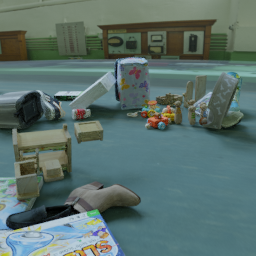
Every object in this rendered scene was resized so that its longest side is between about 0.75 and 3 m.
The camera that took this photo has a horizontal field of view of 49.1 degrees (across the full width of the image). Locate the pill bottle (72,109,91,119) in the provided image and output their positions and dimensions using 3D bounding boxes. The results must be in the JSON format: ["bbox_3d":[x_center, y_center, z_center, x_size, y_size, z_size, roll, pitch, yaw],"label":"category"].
[{"bbox_3d":[-2.070,-0.629,12.397,0.769,0.432,0.432,-8,19,-23],"label":"pill bottle"}]

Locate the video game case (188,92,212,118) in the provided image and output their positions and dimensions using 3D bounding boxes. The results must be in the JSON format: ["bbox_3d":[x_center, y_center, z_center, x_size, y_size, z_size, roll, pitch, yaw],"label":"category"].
[{"bbox_3d":[3.748,-1.097,13.085,1.413,0.181,1.554,-37,24,-3],"label":"video game case"}]

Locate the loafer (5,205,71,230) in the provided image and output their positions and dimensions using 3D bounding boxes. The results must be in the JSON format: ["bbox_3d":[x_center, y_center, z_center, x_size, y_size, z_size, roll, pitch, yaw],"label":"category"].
[{"bbox_3d":[-1.595,1.581,5.086,1.149,0.403,0.390,4,25,-32],"label":"loafer"}]

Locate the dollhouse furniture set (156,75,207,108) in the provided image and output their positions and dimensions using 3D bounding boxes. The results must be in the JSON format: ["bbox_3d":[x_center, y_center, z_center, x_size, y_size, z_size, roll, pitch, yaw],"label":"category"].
[{"bbox_3d":[2.810,-2.068,15.015,1.842,1.578,1.936,-11,21,-32],"label":"dollhouse furniture set"}]

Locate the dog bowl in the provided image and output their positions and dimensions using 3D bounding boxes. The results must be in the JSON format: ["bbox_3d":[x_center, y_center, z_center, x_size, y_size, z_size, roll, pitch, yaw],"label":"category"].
[{"bbox_3d":[3.595,-0.981,10.788,0.661,2.256,2.256,21,24,20],"label":"dog bowl"}]

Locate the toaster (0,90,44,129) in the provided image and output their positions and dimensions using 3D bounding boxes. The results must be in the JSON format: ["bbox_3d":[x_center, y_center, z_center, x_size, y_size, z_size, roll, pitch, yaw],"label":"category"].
[{"bbox_3d":[-4.542,-0.715,11.293,1.494,1.314,2.313,-1,22,9],"label":"toaster"}]

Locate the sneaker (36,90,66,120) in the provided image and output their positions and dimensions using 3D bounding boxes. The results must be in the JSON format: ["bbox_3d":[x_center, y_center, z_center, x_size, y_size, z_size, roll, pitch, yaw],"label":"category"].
[{"bbox_3d":[-3.565,-1.014,12.714,0.816,0.806,2.054,-4,39,-42],"label":"sneaker"}]

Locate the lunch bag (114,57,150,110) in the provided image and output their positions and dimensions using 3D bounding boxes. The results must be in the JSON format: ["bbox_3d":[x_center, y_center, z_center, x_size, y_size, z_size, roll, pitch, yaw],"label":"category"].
[{"bbox_3d":[0.178,-2.420,14.799,1.806,2.409,2.840,-3,20,-1],"label":"lunch bag"}]

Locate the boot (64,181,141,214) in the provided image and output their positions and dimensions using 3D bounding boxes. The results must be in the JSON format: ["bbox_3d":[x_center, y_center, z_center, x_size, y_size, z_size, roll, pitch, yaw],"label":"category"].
[{"bbox_3d":[-0.566,1.538,5.665,1.373,0.482,1.004,9,26,29],"label":"boot"}]

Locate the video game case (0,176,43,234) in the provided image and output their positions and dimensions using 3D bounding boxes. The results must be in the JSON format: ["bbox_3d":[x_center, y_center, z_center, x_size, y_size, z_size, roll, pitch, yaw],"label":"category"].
[{"bbox_3d":[-3.133,1.582,5.720,2.301,0.254,2.094,-1,18,-3],"label":"video game case"}]

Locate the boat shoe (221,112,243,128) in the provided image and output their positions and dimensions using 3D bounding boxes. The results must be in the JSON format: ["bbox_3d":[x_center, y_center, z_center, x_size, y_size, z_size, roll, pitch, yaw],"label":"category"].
[{"bbox_3d":[4.156,-0.254,11.222,1.388,0.432,0.518,-24,44,-39],"label":"boat shoe"}]

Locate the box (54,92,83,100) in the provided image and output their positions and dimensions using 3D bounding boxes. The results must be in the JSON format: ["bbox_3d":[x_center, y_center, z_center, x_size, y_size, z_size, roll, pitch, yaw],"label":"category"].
[{"bbox_3d":[-3.348,-1.912,16.645,1.808,0.329,1.305,-1,18,2],"label":"box"}]

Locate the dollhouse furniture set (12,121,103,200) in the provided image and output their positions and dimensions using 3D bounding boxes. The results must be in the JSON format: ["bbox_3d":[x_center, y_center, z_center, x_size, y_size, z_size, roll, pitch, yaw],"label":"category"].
[{"bbox_3d":[-1.544,0.917,6.778,2.182,1.213,1.929,-6,34,-20],"label":"dollhouse furniture set"}]

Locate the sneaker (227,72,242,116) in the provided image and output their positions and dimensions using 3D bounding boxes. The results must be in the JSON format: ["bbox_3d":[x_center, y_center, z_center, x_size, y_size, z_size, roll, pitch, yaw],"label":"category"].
[{"bbox_3d":[4.766,-1.635,13.194,1.136,1.865,2.857,6,19,15],"label":"sneaker"}]

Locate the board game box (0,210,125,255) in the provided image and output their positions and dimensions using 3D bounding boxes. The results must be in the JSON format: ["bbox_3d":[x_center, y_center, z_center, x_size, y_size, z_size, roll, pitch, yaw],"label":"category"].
[{"bbox_3d":[-1.193,1.976,4.332,1.975,0.340,1.337,-8,19,-24],"label":"board game box"}]

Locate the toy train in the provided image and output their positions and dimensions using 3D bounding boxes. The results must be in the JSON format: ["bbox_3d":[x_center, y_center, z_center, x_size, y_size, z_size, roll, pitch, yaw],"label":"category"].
[{"bbox_3d":[1.103,-0.652,12.030,1.883,0.697,2.507,-10,20,-29],"label":"toy train"}]

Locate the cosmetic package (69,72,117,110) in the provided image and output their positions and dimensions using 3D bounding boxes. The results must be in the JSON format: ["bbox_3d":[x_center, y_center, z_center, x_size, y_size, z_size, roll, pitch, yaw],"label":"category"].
[{"bbox_3d":[-1.666,-1.786,13.856,1.946,0.667,2.581,-36,13,17],"label":"cosmetic package"}]

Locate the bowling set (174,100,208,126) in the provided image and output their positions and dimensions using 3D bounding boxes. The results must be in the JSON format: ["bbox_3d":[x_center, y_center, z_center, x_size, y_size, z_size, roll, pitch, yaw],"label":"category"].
[{"bbox_3d":[2.877,-0.655,11.484,1.767,0.949,1.230,-10,15,-28],"label":"bowling set"}]
